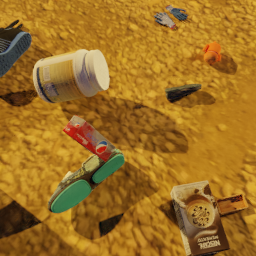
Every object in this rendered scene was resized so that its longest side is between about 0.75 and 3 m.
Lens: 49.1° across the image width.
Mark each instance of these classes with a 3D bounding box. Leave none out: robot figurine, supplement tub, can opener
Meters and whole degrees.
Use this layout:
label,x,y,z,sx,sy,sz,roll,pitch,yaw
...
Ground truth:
label,x,y,z,sx,sy,sz,roll,pitch,yaw
robot figurine,3.490,-3.103,11.604,0.610,0.752,1.046,4,56,34
supplement tub,-1.965,-1.833,9.936,2.290,1.654,1.654,-8,59,17
can opener,-5.289,-4.245,12.334,0.653,0.526,1.661,-5,34,45

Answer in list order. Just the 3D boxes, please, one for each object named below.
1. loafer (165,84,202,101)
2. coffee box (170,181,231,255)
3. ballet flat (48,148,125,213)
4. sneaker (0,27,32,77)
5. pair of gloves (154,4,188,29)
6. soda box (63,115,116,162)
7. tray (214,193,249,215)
label,x,y,z,sx,sy,sz,roll,pitch,yaw
loafer,2.128,-1.391,10.779,1.457,0.458,0.524,-10,19,-7
coffee box,2.046,2.650,8.184,1.100,0.777,1.946,-9,60,-5
ballet flat,-1.378,1.554,8.863,2.808,1.042,1.042,-33,65,-20
sneaker,-5.270,-3.040,11.390,1.157,1.041,2.970,23,56,16
pair of gloves,2.018,-5.211,13.077,1.514,0.173,1.217,-38,69,-19
soda box,-1.013,0.312,7.624,0.505,1.593,0.558,29,79,41
tray,3.209,2.363,8.708,0.919,0.170,0.453,-11,61,-5
